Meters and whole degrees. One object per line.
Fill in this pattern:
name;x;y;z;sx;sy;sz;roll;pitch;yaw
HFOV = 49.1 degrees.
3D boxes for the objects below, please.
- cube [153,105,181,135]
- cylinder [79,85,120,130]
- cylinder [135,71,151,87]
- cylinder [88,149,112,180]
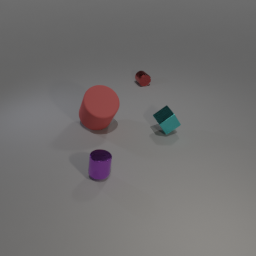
cube;1.527;-0.316;11.035;0.700;0.700;0.700;-35;40;6
cylinder;-1.178;-0.780;11.178;1.400;1.400;1.400;6;68;-16
cylinder;0.832;-2.760;15.617;0.700;0.700;0.700;-11;33;-17
cylinder;-0.884;1.146;8.847;0.700;0.700;0.700;7;28;-4
